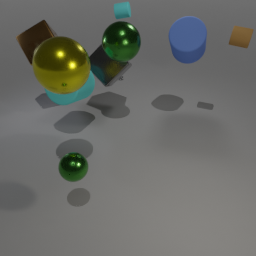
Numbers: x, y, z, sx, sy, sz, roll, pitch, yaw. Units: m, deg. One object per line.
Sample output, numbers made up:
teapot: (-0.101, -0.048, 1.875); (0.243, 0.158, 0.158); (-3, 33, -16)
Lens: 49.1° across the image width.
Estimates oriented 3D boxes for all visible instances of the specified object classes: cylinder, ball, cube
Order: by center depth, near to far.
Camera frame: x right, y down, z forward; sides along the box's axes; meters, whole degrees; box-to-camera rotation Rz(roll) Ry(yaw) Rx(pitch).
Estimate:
ball: (-1.285, 0.918, 6.607); (0.700, 0.700, 0.700); (0, 30, 0)
ball: (-1.631, -1.537, 6.937); (1.400, 1.400, 1.400); (0, 30, 0)
ball: (-0.234, -3.062, 9.982); (1.400, 1.400, 1.400); (0, 30, 0)
cylinder: (-2.150, -1.656, 10.435); (1.400, 1.400, 1.400); (10, 19, 17)
cylinder: (4.207, -3.391, 10.441); (0.700, 0.700, 0.700); (18, 33, 16)
cylinder: (2.367, -3.429, 11.057); (1.400, 1.400, 1.400); (8, -4, 15)
cube: (-3.565, -3.391, 11.884); (1.400, 1.400, 1.400); (-30, -7, 2)
cube: (-0.847, -2.796, 12.297); (1.400, 1.400, 1.400); (46, 11, -3)
cylinder: (-0.267, -5.662, 13.502); (0.700, 0.700, 0.700); (-4, 28, 12)
